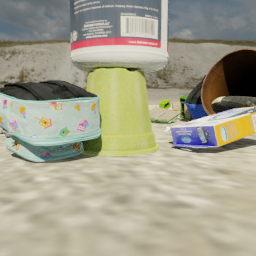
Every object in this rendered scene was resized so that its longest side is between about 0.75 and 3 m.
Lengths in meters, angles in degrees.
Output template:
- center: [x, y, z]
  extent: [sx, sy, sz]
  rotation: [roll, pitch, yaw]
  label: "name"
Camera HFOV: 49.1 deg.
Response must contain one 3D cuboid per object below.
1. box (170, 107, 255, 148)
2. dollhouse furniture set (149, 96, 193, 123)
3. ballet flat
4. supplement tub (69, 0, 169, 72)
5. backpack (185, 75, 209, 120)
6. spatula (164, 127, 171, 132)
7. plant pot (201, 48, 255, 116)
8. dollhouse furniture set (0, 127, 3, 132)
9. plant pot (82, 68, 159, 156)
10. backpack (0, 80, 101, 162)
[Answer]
- center: [1.780, -0.040, 5.264]
  extent: [2.025, 0.420, 1.205]
  rotation: [-13, 4, -27]
  label: "box"
- center: [1.759, -0.455, 11.486]
  extent: [1.277, 0.987, 2.556]
  rotation: [14, 32, 39]
  label: "dollhouse furniture set"
- center: [3.613, -0.503, 7.332]
  extent: [2.812, 0.799, 0.935]
  rotation: [8, -33, 34]
  label: "ballet flat"
- center: [-0.154, -2.337, 5.066]
  extent: [1.803, 2.569, 1.803]
  rotation: [0, 7, 0]
  label: "supplement tub"
- center: [3.365, -1.006, 10.808]
  extent: [2.012, 1.688, 1.635]
  rotation: [-40, 22, -26]
  label: "backpack"
- center: [1.493, 0.024, 8.078]
  extent: [0.894, 0.103, 1.286]
  rotation: [2, 6, 15]
  label: "spatula"
- center: [4.134, -1.007, 9.261]
  extent: [2.517, 2.352, 2.352]
  rotation: [17, -6, -39]
  label: "plant pot"
- center: [-3.602, -0.468, 6.412]
  extent: [1.363, 1.221, 1.720]
  rotation: [-3, 3, -15]
  label: "dollhouse furniture set"
- center: [-0.200, -0.327, 5.037]
  extent: [1.529, 1.405, 1.529]
  rotation: [0, 5, 0]
  label: "plant pot"
- center: [-1.153, -0.141, 4.203]
  extent: [1.349, 1.177, 1.535]
  rotation: [-7, 9, -42]
  label: "backpack"
